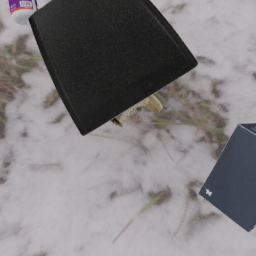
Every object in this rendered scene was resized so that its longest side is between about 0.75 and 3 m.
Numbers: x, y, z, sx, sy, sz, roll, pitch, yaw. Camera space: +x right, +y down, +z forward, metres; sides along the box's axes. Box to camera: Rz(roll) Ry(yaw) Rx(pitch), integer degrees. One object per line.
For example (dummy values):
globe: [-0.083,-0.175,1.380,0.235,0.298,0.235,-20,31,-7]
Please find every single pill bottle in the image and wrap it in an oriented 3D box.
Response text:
pill bottle: [-2.512,-3.095,6.637,0.646,0.646,1.149,-12,87,-4]

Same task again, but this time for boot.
boot: [0.100,-0.483,6.910,1.457,0.525,1.127,32,70,-21]

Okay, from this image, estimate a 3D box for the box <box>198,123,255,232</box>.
box: [2.509,0.784,5.304,1.075,2.008,1.490,38,115,34]

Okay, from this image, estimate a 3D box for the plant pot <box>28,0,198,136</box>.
plant pot: [-0.532,-2.036,6.500,2.870,2.863,2.546,-30,114,9]
